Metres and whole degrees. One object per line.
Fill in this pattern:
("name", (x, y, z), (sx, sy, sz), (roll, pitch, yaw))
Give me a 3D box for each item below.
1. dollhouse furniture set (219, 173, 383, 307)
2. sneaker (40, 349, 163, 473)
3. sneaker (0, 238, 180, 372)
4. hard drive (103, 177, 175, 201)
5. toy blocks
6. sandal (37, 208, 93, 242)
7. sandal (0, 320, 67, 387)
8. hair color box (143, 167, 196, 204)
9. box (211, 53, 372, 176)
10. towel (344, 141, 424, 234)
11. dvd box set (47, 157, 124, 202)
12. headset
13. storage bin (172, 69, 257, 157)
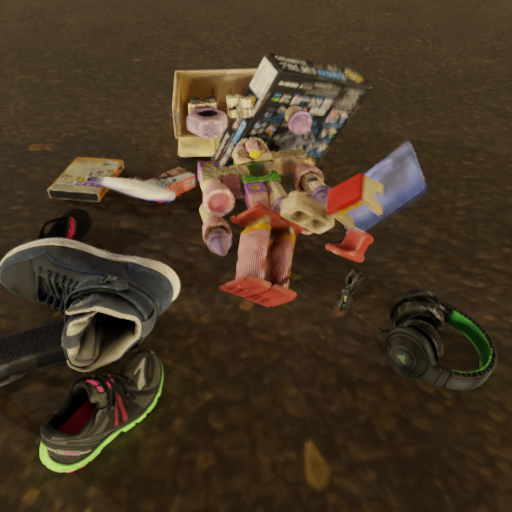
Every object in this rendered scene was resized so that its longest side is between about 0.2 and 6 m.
("dollhouse furniture set", (0.681, -0.272, 9.258), (1.126, 2.768, 1.490), (23, 59, -30))
("sneaker", (-2.118, 2.055, 7.983), (0.854, 0.932, 2.224), (19, 40, 24))
("sneaker", (-3.155, 0.733, 9.257), (3.282, 1.248, 2.372), (6, 25, 6))
("hard drive", (-2.180, -1.253, 10.615), (0.932, 0.179, 1.413), (19, 8, 6))
("toy blocks", (0.162, -1.426, 11.095), (2.715, 2.905, 2.446), (-9, 37, -11))
("sandal", (-4.171, -0.414, 11.727), (0.865, 0.519, 2.304), (9, 37, 12))
("sandal", (-4.046, 1.720, 8.771), (2.812, 0.602, 1.069), (-9, 30, -31))
("hair color box", (-2.119, -1.742, 13.690), (0.639, 0.368, 1.152), (29, 43, 34))
("box", (0.781, -3.010, 12.653), (2.838, 2.816, 0.705), (-6, 56, -38))
("towel", (2.211, -1.254, 10.069), (1.571, 0.259, 2.169), (-36, 19, 24))
("dvd box set", (-4.231, -1.948, 14.060), (1.297, 0.261, 1.773), (5, 37, 7))
("headset", (2.602, 1.098, 9.035), (2.664, 1.251, 1.645), (20, 38, 7))
("storage bin", (-0.693, -4.090, 15.953), (3.201, 1.500, 3.178), (-2, 36, -4))
